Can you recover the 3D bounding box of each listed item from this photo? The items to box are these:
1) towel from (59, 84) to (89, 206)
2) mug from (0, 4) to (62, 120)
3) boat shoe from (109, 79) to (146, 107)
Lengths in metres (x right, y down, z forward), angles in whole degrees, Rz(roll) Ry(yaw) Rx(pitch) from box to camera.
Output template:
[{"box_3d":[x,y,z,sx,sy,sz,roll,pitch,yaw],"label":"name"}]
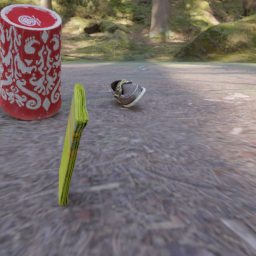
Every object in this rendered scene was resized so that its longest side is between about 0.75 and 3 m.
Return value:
[{"box_3d":[-0.739,0.272,3.641,0.147,1.631,0.702,6,41,-17],"label":"towel"},{"box_3d":[-3.145,-2.056,8.391,2.575,2.901,1.935,27,43,10],"label":"mug"},{"box_3d":[-0.113,-1.422,10.604,0.944,0.782,2.628,-46,18,-3],"label":"boat shoe"}]
